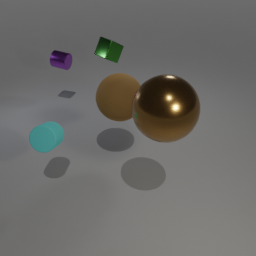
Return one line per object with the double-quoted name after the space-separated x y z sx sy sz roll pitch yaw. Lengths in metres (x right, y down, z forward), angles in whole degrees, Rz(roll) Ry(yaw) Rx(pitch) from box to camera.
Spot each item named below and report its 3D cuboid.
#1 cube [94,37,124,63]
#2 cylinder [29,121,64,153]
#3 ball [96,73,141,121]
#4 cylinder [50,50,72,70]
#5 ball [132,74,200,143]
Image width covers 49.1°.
-0.728 -2.980 10.712 0.700 0.700 0.700 32 15 38 "cube"
-2.097 0.223 7.281 0.700 0.700 0.700 2 10 4 "cylinder"
-0.239 -0.892 8.192 1.400 1.400 1.400 0 32 0 "ball"
-2.794 -2.843 11.732 0.700 0.700 0.700 16 34 10 "cylinder"
0.774 -0.396 5.785 1.400 1.400 1.400 0 32 0 "ball"
